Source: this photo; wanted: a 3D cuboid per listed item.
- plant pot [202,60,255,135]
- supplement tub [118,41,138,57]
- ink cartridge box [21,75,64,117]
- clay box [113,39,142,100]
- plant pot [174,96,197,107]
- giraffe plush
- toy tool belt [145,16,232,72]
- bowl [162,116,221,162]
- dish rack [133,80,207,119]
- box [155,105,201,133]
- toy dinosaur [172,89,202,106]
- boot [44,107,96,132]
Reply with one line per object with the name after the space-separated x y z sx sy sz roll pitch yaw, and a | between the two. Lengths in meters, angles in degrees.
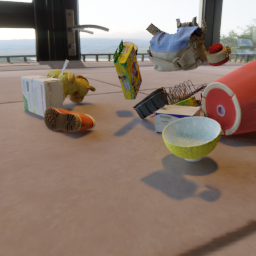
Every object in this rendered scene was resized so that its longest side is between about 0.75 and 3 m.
4.141 -0.959 9.935 2.369 2.677 2.677 -19 23 -21 | plant pot
-0.064 -3.113 12.664 0.855 1.396 0.855 6 49 -7 | supplement tub
-3.892 -1.482 12.734 0.929 1.602 2.212 -16 23 -42 | ink cartridge box
0.019 -2.158 10.407 0.472 1.982 1.139 5 51 20 | clay box
2.454 -0.805 11.743 0.828 0.751 0.824 -22 1 36 | plant pot
-2.935 -2.100 14.540 2.003 2.470 2.131 17 31 -48 | giraffe plush
1.208 -1.858 6.070 1.818 1.117 1.135 8 43 46 | toy tool belt
1.768 0.411 7.712 1.566 0.843 1.566 -10 28 6 | bowl
1.817 -1.270 11.655 2.814 0.768 2.158 -23 -3 -28 | dish rack
1.866 -0.315 10.360 1.363 0.777 1.482 6 18 24 | box
2.944 -1.303 13.631 1.953 0.838 1.324 -22 34 -39 | toy dinosaur
-2.233 -0.279 10.527 2.180 0.818 1.169 14 10 37 | boot
